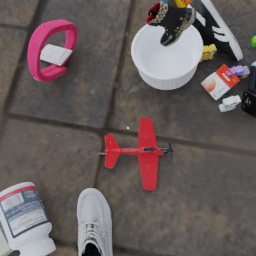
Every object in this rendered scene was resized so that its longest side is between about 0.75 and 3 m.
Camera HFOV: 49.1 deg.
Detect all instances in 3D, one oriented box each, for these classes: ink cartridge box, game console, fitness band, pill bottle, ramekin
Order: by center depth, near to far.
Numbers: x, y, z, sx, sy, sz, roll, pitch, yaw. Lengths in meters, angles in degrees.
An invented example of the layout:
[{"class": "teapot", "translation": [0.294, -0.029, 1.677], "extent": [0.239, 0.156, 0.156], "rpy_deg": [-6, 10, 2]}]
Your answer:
[{"class": "pill bottle", "translation": [-2.640, 2.476, 7.261], "extent": [1.116, 1.116, 1.866], "rpy_deg": [-27, 73, -9]}, {"class": "fitness band", "translation": [-2.221, -2.330, 8.400], "extent": [0.446, 1.710, 2.382], "rpy_deg": [22, 30, 7]}, {"class": "game console", "translation": [3.910, -1.149, 8.665], "extent": [0.916, 0.187, 1.552], "rpy_deg": [20, 77, -33]}, {"class": "ramekin", "translation": [1.227, -2.250, 8.824], "extent": [2.137, 1.042, 2.137], "rpy_deg": [-3, 71, 9]}, {"class": "ink cartridge box", "translation": [2.898, -1.442, 8.841], "extent": [0.918, 0.230, 0.745], "rpy_deg": [-45, 73, 28]}]

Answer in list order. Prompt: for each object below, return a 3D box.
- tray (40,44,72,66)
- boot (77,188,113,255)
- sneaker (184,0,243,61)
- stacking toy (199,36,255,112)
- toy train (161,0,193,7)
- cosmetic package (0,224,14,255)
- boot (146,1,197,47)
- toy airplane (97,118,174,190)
[{"class": "tray", "translation": [-2.462, -2.466, 9.257], "extent": [1.243, 0.138, 0.667], "rpy_deg": [23, 72, 32]}, {"class": "boot", "translation": [-0.832, 2.758, 7.093], "extent": [0.953, 1.238, 2.591], "rpy_deg": [-12, 71, -4]}, {"class": "sneaker", "translation": [2.647, -3.055, 9.406], "extent": [1.390, 0.908, 2.485], "rpy_deg": [-31, 102, 29]}, {"class": "stacking toy", "translation": [3.852, -1.901, 9.032], "extent": [2.859, 0.672, 2.156], "rpy_deg": [-15, 72, -6]}, {"class": "toy train", "translation": [2.050, -4.079, 9.758], "extent": [1.309, 0.958, 2.262], "rpy_deg": [-22, 85, 10]}, {"class": "cosmetic package", "translation": [-3.440, 2.845, 7.433], "extent": [0.475, 0.563, 1.089], "rpy_deg": [-33, 73, -9]}, {"class": "boot", "translation": [0.974, -2.733, 7.405], "extent": [1.083, 1.438, 0.526], "rpy_deg": [4, 73, -26]}, {"class": "toy airplane", "translation": [0.222, 0.658, 8.265], "extent": [2.281, 0.419, 2.281], "rpy_deg": [0, 69, 0]}]
